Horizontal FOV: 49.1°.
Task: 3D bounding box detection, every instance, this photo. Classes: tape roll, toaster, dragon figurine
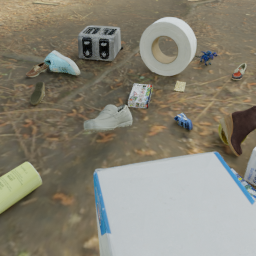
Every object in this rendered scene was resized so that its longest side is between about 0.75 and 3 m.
[{"bbox_3d":[1.725,-3.524,12.259,2.397,2.397,0.838,16,40,20],"label":"tape roll"},{"bbox_3d":[-1.353,-4.343,14.291,1.889,1.240,2.089,8,37,9],"label":"toaster"},{"bbox_3d":[3.790,-3.509,13.584,0.440,0.744,1.496,-11,38,-16],"label":"dragon figurine"}]

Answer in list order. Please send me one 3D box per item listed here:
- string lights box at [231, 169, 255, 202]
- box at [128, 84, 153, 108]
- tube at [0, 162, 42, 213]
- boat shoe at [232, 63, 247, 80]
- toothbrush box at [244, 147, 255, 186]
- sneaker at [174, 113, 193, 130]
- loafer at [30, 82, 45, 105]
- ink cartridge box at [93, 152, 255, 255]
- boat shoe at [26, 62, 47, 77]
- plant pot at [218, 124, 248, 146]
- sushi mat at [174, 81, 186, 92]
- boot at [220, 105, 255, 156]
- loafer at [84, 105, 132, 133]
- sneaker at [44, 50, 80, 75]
[{"bbox_3d":[2.705,1.768,6.723,0.829,0.476,1.614,-16,40,-21],"label":"string lights box"},{"bbox_3d":[0.498,-1.281,11.006,0.795,0.251,1.445,6,37,9],"label":"box"},{"bbox_3d":[-3.387,1.840,6.515,2.820,0.732,0.818,-35,10,-31],"label":"tube"},{"bbox_3d":[5.009,-2.519,12.561,0.443,0.389,1.244,26,45,27],"label":"boat shoe"},{"bbox_3d":[4.713,1.117,7.023,1.986,1.157,2.712,-31,46,-34],"label":"toothbrush box"},{"bbox_3d":[1.890,-0.181,9.496,0.369,0.332,0.897,-15,33,-14],"label":"sneaker"},{"bbox_3d":[-3.469,-1.302,10.949,0.445,0.395,1.171,1,52,8],"label":"loafer"},{"bbox_3d":[0.669,2.167,4.248,2.023,2.798,2.060,-8,38,-12],"label":"ink cartridge box"},{"bbox_3d":[-4.182,-2.657,12.714,0.441,0.418,1.165,18,41,23],"label":"boat shoe"},{"bbox_3d":[3.213,0.055,8.830,0.897,0.897,0.637,-5,14,-6],"label":"plant pot"},{"bbox_3d":[2.192,-1.746,11.804,0.410,0.052,0.857,10,38,12],"label":"sushi mat"},{"bbox_3d":[3.378,0.108,8.040,1.101,1.323,0.479,-22,11,24],"label":"boot"},{"bbox_3d":[-0.573,-0.302,8.168,0.735,0.734,2.103,-8,4,28],"label":"loafer"},{"bbox_3d":[-3.034,-2.761,12.740,0.879,0.793,2.146,-45,53,-15],"label":"sneaker"}]
